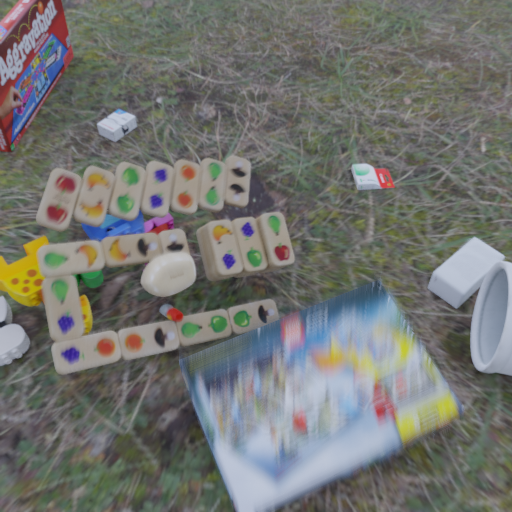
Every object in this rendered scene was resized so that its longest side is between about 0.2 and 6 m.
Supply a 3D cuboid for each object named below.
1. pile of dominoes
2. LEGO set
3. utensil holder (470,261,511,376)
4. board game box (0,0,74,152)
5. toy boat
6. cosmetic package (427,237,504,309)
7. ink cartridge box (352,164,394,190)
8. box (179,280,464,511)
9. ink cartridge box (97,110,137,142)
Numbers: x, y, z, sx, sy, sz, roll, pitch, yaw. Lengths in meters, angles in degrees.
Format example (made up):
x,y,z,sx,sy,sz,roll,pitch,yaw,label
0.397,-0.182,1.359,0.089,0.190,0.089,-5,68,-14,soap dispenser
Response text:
x,y,z,sx,sy,sz,roll,pitch,yaw,label
-1.279,-0.132,8.571,3.899,0.621,3.039,-9,80,-31,pile of dominoes
-2.745,0.539,8.883,4.184,1.596,1.717,-31,67,-22,LEGO set
4.480,1.090,8.373,2.001,1.700,1.700,11,49,6,utensil holder
-5.310,-4.587,13.049,0.410,2.170,4.215,6,49,3,board game box
-1.315,0.473,8.358,0.879,1.046,0.486,-14,17,-35,toy boat
3.698,0.286,9.875,1.271,0.453,0.645,-33,57,-26,cosmetic package
2.468,-1.681,11.811,0.793,0.199,0.638,-5,49,-2,ink cartridge box
0.862,1.937,7.988,3.329,0.627,2.274,-20,58,-13,box
-3.201,-3.000,12.893,0.530,0.306,0.731,28,54,22,ink cartridge box
